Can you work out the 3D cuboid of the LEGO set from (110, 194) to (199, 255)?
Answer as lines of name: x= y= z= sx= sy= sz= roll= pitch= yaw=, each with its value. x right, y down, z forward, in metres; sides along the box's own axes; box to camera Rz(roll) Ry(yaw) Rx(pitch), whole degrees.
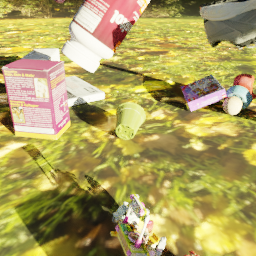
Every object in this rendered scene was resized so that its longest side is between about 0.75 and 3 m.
LEGO set: x=0.501 y=1.663 z=4.155 sx=1.002 sy=0.811 sz=2.179 roll=9 pitch=13 yaw=-43

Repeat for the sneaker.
sneaker: x=2.392 y=-1.906 z=4.959 sx=0.897 sy=0.962 sz=2.426 roll=-26 pitch=26 yaw=-29

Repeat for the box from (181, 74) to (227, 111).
box: x=2.781 y=-1.364 z=10.527 sx=1.322 sy=0.378 sz=1.932 roll=-21 pitch=23 yaw=13

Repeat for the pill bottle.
pill bottle: x=-0.699 y=-2.973 z=7.914 sx=1.493 sy=2.642 sz=1.493 roll=35 pitch=12 yaw=-8

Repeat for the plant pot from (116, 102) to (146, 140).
plant pot: x=-0.006 y=-0.135 z=8.192 sx=0.921 sy=0.921 sz=0.875 roll=5 pitch=39 yaw=11

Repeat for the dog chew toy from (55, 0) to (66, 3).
dog chew toy: x=-2.308 y=-4.905 z=10.014 sx=0.888 sy=0.553 sz=0.553 roll=-48 pitch=43 yaw=-10

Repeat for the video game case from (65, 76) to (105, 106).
video game case: x=-2.733 y=-1.468 z=11.379 sx=2.553 sy=0.328 sz=2.808 roll=-16 pitch=31 yaw=-30

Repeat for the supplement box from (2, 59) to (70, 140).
supplement box: x=-2.563 y=-0.831 z=8.079 sx=1.360 sy=2.077 sz=1.072 roll=6 pitch=27 yaw=10

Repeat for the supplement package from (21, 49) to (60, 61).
supplement package: x=-4.027 y=-2.919 z=13.235 sx=1.260 sy=1.256 sz=2.148 roll=-1 pitch=26 yaw=-1

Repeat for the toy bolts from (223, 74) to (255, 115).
toy bolts: x=4.291 y=-1.238 z=9.220 sx=2.422 sy=2.314 sz=1.680 roll=0 pitch=35 yaw=46
